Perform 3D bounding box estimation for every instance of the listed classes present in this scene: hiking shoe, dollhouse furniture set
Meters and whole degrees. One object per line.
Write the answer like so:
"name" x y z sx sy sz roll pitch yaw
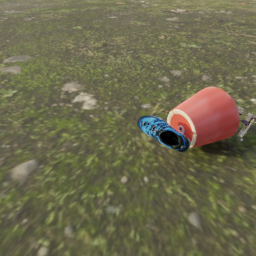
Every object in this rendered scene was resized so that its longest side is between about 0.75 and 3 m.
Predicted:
"hiking shoe" 0.836 0.066 6.971 1.543 0.574 0.669 28 3 26
"dollhouse furniture set" 3.170 0.025 7.288 0.841 0.753 1.061 31 10 -11

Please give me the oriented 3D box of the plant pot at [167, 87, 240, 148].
"plant pot" 1.983 -0.199 7.778 1.415 1.599 1.599 -23 39 -26
